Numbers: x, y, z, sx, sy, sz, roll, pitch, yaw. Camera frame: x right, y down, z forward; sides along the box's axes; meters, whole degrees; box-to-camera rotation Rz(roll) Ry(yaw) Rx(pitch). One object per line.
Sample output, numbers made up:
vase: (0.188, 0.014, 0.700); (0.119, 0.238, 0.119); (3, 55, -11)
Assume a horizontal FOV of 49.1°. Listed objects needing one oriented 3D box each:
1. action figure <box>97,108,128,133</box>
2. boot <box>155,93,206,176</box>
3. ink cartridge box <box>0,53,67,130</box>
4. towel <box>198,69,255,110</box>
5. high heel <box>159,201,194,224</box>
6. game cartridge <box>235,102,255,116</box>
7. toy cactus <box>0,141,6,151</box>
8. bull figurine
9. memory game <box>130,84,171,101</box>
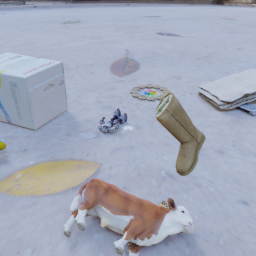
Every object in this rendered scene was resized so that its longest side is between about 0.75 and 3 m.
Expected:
action figure: (-0.525, -0.190, 9.299); (0.794, 0.423, 1.221); (21, 39, 23)
boot: (0.910, 0.143, 5.344); (0.412, 1.246, 1.092); (-8, 46, 48)
ink cartridge box: (-3.766, -1.366, 9.830); (2.625, 1.899, 1.908); (13, 32, 22)
towel: (4.435, -1.637, 11.135); (2.921, 0.504, 1.936); (-20, 31, -9)
high heel: (1.005, 1.779, 5.907); (0.811, 0.290, 0.578); (2, 35, 22)
game cartridge: (4.502, -0.774, 10.553); (0.678, 0.206, 1.017); (-22, 36, -27)
toy cactus: (-4.175, 0.842, 7.076); (1.734, 1.075, 2.102); (0, 37, 19)
bull figurine: (-0.025, 1.778, 5.402); (2.491, 0.811, 1.512); (16, 34, 27)
memory game: (0.961, -1.543, 11.973); (1.764, 0.112, 1.764); (0, 29, 0)
